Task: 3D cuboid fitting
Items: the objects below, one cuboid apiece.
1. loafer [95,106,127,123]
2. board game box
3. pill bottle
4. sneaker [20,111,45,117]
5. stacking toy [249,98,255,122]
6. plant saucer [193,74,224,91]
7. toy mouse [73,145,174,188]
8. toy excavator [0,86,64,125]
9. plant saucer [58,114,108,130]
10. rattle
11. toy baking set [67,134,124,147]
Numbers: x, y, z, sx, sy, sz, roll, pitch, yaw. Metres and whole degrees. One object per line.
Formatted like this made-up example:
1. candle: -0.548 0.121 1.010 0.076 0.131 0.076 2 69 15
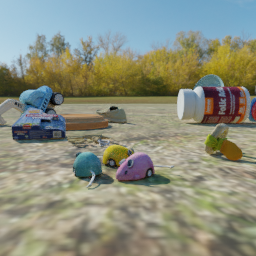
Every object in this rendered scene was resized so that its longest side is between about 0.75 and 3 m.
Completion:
1. loafer: -0.724 -0.643 12.185 1.914 0.654 0.724 13 10 43
2. board game box: -2.338 -0.159 7.529 1.290 0.398 1.290 -2 26 -13
3. pill bottle: 3.498 -0.972 11.671 2.658 1.517 1.517 0 6 -2
4. sneaker: -3.005 -0.233 8.712 1.836 0.655 0.734 10 8 42
5. stacking toy: 5.560 -0.504 10.748 1.163 1.099 2.003 3 18 3
6. plant saucer: 4.746 -1.873 16.337 0.468 2.432 2.432 9 0 -32
7. toy mouse: -0.221 0.476 3.860 1.583 0.306 1.407 3 7 24
8. toy excavator: -4.270 -0.929 11.713 1.221 2.377 2.445 6 -19 42
9. plant saucer: -2.064 -0.271 10.317 2.673 0.431 2.673 0 7 0
10. rattle: 1.854 0.330 5.183 0.706 0.644 0.989 16 -13 31
11. toy baking set: -0.771 0.295 6.447 1.332 0.155 1.022 0 9 -1
